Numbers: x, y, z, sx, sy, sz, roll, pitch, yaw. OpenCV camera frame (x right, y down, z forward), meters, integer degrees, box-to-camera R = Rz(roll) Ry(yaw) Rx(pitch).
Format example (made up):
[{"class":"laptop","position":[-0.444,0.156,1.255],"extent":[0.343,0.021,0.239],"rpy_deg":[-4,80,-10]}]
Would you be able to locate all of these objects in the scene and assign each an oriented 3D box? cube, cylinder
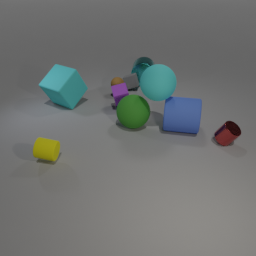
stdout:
[{"class":"cube","position":[0.178,-2.614,15.646],"extent":[0.700,0.700,0.700],"rpy_deg":[-13,18,13]},{"class":"cylinder","position":[2.185,-0.532,11.313],"extent":[1.400,1.400,1.400],"rpy_deg":[6,29,11]},{"class":"cube","position":[-0.341,-1.574,13.136],"extent":[0.700,0.700,0.700],"rpy_deg":[-15,54,-1]},{"class":"cylinder","position":[3.719,0.202,10.462],"extent":[0.700,0.700,0.700],"rpy_deg":[14,50,-17]},{"class":"cylinder","position":[0.918,-3.322,16.459],"extent":[1.400,1.400,1.400],"rpy_deg":[2,29,4]},{"class":"cube","position":[-3.068,-1.983,13.443],"extent":[1.400,1.400,1.400],"rpy_deg":[20,67,30]},{"class":"cylinder","position":[-2.741,0.717,9.458],"extent":[0.700,0.700,0.700],"rpy_deg":[11,29,3]}]

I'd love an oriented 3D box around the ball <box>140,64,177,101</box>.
[{"class":"ball","position":[1.159,-1.737,10.780],"extent":[1.400,1.400,1.400],"rpy_deg":[0,28,0]}]

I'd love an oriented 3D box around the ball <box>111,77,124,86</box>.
[{"class":"ball","position":[-0.544,-2.282,14.489],"extent":[0.700,0.700,0.700],"rpy_deg":[0,28,0]}]

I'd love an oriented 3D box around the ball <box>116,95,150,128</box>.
[{"class":"ball","position":[0.220,-0.680,11.582],"extent":[1.400,1.400,1.400],"rpy_deg":[0,28,0]}]
